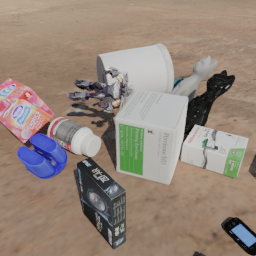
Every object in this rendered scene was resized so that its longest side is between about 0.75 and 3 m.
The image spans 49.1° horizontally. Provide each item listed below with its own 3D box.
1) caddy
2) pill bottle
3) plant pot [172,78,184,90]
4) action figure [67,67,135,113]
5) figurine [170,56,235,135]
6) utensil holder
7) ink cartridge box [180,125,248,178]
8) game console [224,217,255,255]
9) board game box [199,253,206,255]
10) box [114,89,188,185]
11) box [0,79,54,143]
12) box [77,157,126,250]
[{"bbox_3d":[-2.824,0.969,9.349,1.738,0.912,1.228,21,60,36],"label":"caddy"},{"bbox_3d":[-1.917,0.351,10.131,1.863,1.032,1.032,22,39,29],"label":"pill bottle"},{"bbox_3d":[2.380,-1.790,13.540,1.211,0.816,1.211,0,34,0],"label":"plant pot"},{"bbox_3d":[-0.866,-1.289,9.777,2.419,0.839,1.574,3,74,27],"label":"action figure"},{"bbox_3d":[2.841,-1.478,11.258,1.199,2.717,2.785,26,26,-22],"label":"figurine"},{"bbox_3d":[0.228,-2.356,12.573,2.884,2.451,2.451,-11,35,-13],"label":"utensil holder"},{"bbox_3d":[2.977,0.752,9.716,1.944,0.820,1.420,16,37,23],"label":"ink cartridge box"},{"bbox_3d":[3.132,3.003,6.880,1.113,0.227,1.886,-17,37,-24],"label":"game console"},{"bbox_3d":[1.955,3.390,6.299,1.057,0.183,0.716,22,37,31],"label":"board game box"},{"bbox_3d":[0.799,0.225,9.275,1.889,2.194,2.205,11,35,16],"label":"box"},{"bbox_3d":[-4.094,-0.743,10.248,1.466,1.353,2.858,-45,35,-15],"label":"box"},{"bbox_3d":[-0.658,1.891,7.045,0.412,1.894,1.517,-24,41,-31],"label":"box"}]
